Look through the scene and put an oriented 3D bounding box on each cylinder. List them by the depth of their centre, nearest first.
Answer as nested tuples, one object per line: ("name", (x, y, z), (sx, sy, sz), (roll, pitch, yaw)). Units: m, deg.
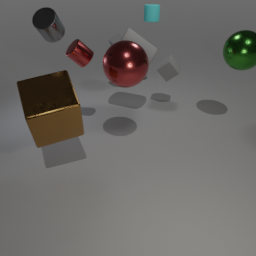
("cylinder", (-2.239, -2.911, 7.954), (0.700, 0.700, 0.700), (6, -13, 10))
("cylinder", (-1.661, -2.567, 9.634), (0.700, 0.700, 0.700), (36, 12, -34))
("cylinder", (0.193, -2.951, 11.090), (1.400, 1.400, 1.400), (33, 29, -13))
("cylinder", (1.082, -5.213, 12.709), (0.700, 0.700, 0.700), (0, 27, 0))

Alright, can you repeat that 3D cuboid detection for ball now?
("ball", (-0.068, -1.926, 8.482), (1.400, 1.400, 1.400), (0, 31, 0))
("ball", (4.139, -2.777, 10.054), (1.400, 1.400, 1.400), (0, 31, 0))

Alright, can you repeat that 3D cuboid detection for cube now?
("cube", (-2.137, -0.529, 7.874), (1.400, 1.400, 1.400), (-17, 58, -15))
("cube", (1.773, -2.586, 12.157), (0.700, 0.700, 0.700), (-30, 24, 33))
("cube", (-0.364, -3.936, 13.159), (0.700, 0.700, 0.700), (-37, 46, -6))
